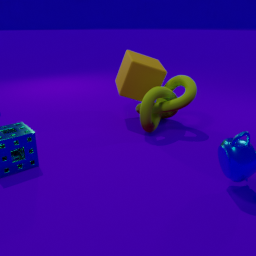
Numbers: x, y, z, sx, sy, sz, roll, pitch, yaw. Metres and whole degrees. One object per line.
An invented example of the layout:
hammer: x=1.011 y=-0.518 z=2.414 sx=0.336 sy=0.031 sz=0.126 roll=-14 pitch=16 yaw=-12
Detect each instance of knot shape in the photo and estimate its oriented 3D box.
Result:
knot shape: x=0.944 y=-0.639 z=8.072 sx=1.974 sy=0.912 sz=1.847 roll=-36 pitch=-4 yaw=-18

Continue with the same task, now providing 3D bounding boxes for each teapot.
teapot: x=1.988 y=0.568 z=4.971 sx=0.623 sy=1.272 sz=0.791 roll=-12 pitch=37 yaw=0

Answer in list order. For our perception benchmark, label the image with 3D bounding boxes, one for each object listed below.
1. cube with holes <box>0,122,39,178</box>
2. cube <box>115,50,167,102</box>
cube with holes: x=-2.455 y=0.427 z=5.920 sx=0.792 sy=0.792 sz=0.792 roll=-16 pitch=27 yaw=-36
cube: x=0.350 y=-1.527 z=8.397 sx=1.094 sy=1.094 sz=1.094 roll=14 pitch=28 yaw=-18
